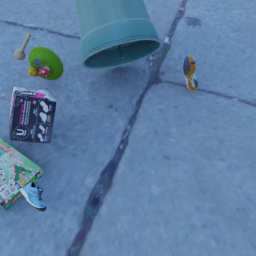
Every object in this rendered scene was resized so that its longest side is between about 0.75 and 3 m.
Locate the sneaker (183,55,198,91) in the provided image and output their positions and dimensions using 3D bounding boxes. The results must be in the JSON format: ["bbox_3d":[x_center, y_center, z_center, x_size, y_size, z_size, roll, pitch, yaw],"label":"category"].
[{"bbox_3d":[2.037,-1.838,9.360,0.452,1.202,0.530,-10,22,4],"label":"sneaker"}]

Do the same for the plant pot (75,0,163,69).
[{"bbox_3d":[-0.518,-3.581,9.012,2.709,2.709,2.653,-15,89,-10],"label":"plant pot"}]

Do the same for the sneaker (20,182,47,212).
[{"bbox_3d":[-2.256,1.646,6.847,0.954,0.374,0.429,34,71,34],"label":"sneaker"}]

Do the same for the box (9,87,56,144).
[{"bbox_3d":[-2.661,-0.411,7.627,1.031,1.188,1.798,6,12,-25],"label":"box"}]

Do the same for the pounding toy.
[{"bbox_3d":[-2.962,-2.057,9.118,1.611,1.244,0.748,41,46,-18],"label":"pounding toy"}]

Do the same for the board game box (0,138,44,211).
[{"bbox_3d":[-3.521,1.141,7.691,2.011,0.293,1.353,30,59,20],"label":"board game box"}]
